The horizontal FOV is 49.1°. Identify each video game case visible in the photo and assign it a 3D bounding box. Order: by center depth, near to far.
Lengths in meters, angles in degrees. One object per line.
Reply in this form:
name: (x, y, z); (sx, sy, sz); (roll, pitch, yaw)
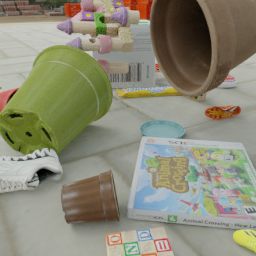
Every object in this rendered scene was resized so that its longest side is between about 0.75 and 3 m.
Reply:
video game case: (1.454, 1.002, 6.114); (2.603, 0.315, 2.860); (3, 26, 7)

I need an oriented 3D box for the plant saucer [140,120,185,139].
plant saucer: (0.994, 0.104, 8.181); (1.299, 0.178, 1.299); (0, 25, 0)

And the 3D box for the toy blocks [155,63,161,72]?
toy blocks: (1.351, -3.136, 14.607); (1.432, 0.520, 1.193); (9, 26, 18)

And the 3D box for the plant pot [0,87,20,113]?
plant pot: (-3.650, -0.677, 8.800); (1.081, 1.222, 1.222); (6, 25, 31)

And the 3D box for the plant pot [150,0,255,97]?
plant pot: (2.390, -2.597, 7.533); (2.570, 2.947, 2.947); (-19, 30, -17)

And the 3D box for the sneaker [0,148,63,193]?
sneaker: (-2.296, 0.990, 5.789); (1.932, 0.726, 0.783); (-16, 38, -28)

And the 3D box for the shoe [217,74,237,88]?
shoe: (3.572, -2.783, 12.871); (2.985, 1.358, 1.066); (22, 33, 39)

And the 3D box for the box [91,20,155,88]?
box: (-0.233, -3.351, 12.510); (2.676, 2.690, 2.304); (-2, 24, -3)

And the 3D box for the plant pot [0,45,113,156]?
plant pot: (-1.995, -0.486, 7.306); (2.545, 2.545, 2.417); (8, 39, 16)

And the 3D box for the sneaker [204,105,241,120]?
sneaker: (3.113, -0.511, 9.325); (1.259, 0.459, 0.486); (-3, 2, -12)

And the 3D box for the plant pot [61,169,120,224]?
plant pot: (-0.659, 1.272, 4.988); (0.917, 0.926, 0.926); (-10, 26, -2)

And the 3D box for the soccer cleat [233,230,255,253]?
soccer cleat: (2.088, 1.852, 4.299); (0.938, 0.303, 0.392); (18, 15, 29)

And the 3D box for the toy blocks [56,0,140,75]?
toy blocks: (-1.109, -3.361, 8.746); (2.285, 2.714, 2.537); (-3, 58, -13)

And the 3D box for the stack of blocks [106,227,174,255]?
stack of blocks: (0.231, 2.088, 3.652); (0.905, 0.460, 1.571); (-4, 26, -9)

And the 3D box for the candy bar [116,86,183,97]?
candy bar: (0.957, -1.492, 11.394); (2.878, 0.319, 0.718); (-4, 26, -7)

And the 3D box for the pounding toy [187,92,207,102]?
pounding toy: (2.567, -1.630, 10.969); (0.472, 0.906, 1.031); (-14, 29, -27)
